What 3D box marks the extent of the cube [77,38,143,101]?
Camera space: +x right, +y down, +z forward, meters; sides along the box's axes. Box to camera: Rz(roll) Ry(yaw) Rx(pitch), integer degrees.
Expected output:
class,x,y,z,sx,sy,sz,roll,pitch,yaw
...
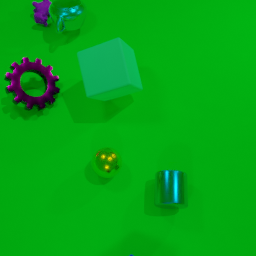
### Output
class,x,y,z,sx,sy,sz,roll,pitch,yaw
cube,-0.457,-1.525,7.647,1.240,1.240,1.240,-14,86,17

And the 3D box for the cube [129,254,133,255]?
class,x,y,z,sx,sy,sz,roll,pitch,yaw
cube,0.132,3.366,5.598,0.927,0.927,0.927,23,42,36

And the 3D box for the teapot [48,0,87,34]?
class,x,y,z,sx,sy,sz,roll,pitch,yaw
teapot,-1.896,-3.658,9.090,1.201,0.946,1.931,12,48,10

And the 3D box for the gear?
class,x,y,z,sx,sy,sz,roll,pitch,yaw
gear,-2.702,-1.247,7.977,1.487,0.275,1.487,6,79,-34

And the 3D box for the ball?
class,x,y,z,sx,sy,sz,roll,pitch,yaw
ball,-0.540,0.884,7.180,0.792,0.792,0.792,0,65,0

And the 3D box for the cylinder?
class,x,y,z,sx,sy,sz,roll,pitch,yaw
cylinder,1.059,1.523,6.885,0.807,0.807,0.807,3,65,2

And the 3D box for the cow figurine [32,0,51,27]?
class,x,y,z,sx,sy,sz,roll,pitch,yaw
cow figurine,-2.845,-3.949,9.544,0.958,0.534,0.973,40,61,17
